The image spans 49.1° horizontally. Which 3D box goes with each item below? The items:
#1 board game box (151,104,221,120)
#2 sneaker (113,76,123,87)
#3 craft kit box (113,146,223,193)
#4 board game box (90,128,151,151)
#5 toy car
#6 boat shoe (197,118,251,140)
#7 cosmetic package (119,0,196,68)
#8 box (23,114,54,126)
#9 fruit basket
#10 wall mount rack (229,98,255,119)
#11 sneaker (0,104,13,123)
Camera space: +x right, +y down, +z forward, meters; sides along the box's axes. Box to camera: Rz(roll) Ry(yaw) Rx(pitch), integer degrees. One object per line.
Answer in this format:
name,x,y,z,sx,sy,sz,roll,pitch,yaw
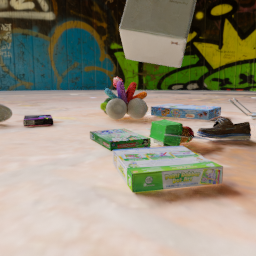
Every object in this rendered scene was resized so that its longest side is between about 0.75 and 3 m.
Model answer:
board game box,2.323,-0.676,11.150,2.303,0.421,1.742,6,11,31
sneaker,-0.511,-1.889,11.666,0.337,0.397,0.915,34,-4,-9
craft kit box,0.508,0.554,4.176,1.274,0.309,1.258,-2,7,-13
board game box,-0.220,0.234,6.326,0.926,0.200,1.376,-4,10,-24
toy car,-0.136,-1.084,10.658,1.861,1.396,1.629,-2,10,-11
boat shoe,2.240,0.012,6.558,1.341,0.485,0.485,2,3,-15
cosmetic package,1.013,-3.446,8.687,1.938,2.330,1.950,12,-10,8
box,-2.991,-0.272,9.329,0.905,0.229,1.267,-3,9,-19
fruit basket,1.124,0.174,6.170,1.191,0.558,1.103,13,3,-26
wall mount rack,4.862,-0.772,10.873,1.669,0.716,1.921,5,10,28
sneaker,-4.721,-0.596,9.665,2.073,0.733,1.028,-2,14,14
